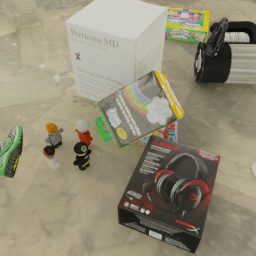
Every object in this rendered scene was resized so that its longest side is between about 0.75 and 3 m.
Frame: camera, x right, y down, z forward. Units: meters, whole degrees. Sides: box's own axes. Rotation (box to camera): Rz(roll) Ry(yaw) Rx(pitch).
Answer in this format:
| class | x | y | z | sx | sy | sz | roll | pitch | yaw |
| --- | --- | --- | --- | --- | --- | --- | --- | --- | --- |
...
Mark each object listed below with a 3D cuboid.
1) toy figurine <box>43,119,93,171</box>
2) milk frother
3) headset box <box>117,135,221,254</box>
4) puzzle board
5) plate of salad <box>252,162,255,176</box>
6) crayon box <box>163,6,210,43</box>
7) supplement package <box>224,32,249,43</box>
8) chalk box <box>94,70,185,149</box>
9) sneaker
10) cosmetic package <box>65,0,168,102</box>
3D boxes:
| class | x | y | z | sx | sy | sz | roll | pitch | yaw |
| --- | --- | --- | --- | --- | --- | --- | --- | --- | --- |
| toy figurine | -1.752 | 0.479 | 8.153 | 1.411 | 0.997 | 1.433 | -1 | 47 | -1 |
| milk frother | 3.810 | -2.569 | 9.787 | 2.481 | 2.380 | 2.638 | 1 | 21 | 2 |
| headset box | 1.141 | 1.453 | 7.231 | 1.982 | 1.000 | 2.667 | 17 | 49 | 16 |
| puzzle board | 1.020 | -0.067 | 9.253 | 1.247 | 0.144 | 1.655 | 5 | 47 | 5 |
| plate of salad | 3.978 | 1.222 | 8.010 | 0.817 | 0.196 | 0.817 | -1 | 47 | 1 |
| crayon box | 2.652 | -4.986 | 13.465 | 2.378 | 0.693 | 2.052 | 10 | 49 | 10 |
| supplement package | 4.584 | -3.369 | 11.577 | 2.168 | 1.233 | 1.187 | 6 | 48 | 5 |
| chalk box | 0.181 | -0.422 | 8.085 | 2.385 | 1.484 | 1.477 | -26 | -1 | 20 |
| sneaker | -1.889 | 0.301 | 4.325 | 0.455 | 0.416 | 1.067 | 8 | 32 | -12 |
| cosmetic package | -0.304 | -2.547 | 9.648 | 2.444 | 2.921 | 2.429 | 21 | 50 | 18 |
